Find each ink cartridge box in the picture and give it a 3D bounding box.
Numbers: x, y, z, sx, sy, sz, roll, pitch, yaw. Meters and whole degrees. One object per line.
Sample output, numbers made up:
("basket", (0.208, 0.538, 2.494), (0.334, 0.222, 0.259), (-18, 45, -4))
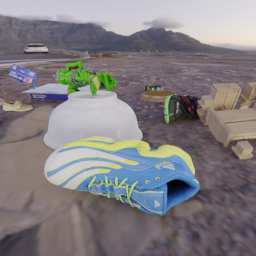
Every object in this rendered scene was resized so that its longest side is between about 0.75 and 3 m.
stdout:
("ink cartridge box", (-3.094, -1.601, 12.950), (2.522, 0.556, 2.569), (4, 20, 13))
("ink cartridge box", (-3.228, -1.592, 8.690), (0.739, 0.414, 1.083), (22, -9, -11))

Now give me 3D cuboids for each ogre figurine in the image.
("ogre figurine", (-1.226, -1.391, 8.071), (1.228, 1.005, 2.048), (9, 27, 21))

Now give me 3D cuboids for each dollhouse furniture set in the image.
("dollhouse furniture set", (3.259, 0.037, 7.830), (2.359, 1.351, 2.766), (-5, 42, -13))

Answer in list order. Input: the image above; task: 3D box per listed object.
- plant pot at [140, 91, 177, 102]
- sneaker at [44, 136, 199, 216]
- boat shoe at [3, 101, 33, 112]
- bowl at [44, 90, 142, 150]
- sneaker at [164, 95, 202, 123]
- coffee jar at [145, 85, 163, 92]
("plant pot", (1.481, -1.535, 13.228), (1.857, 0.255, 1.857), (-1, 17, 0))
("sneaker", (-0.036, 0.753, 4.528), (2.589, 0.981, 1.360), (-3, 18, -12))
("boat shoe", (-4.262, -0.858, 10.780), (1.153, 0.383, 0.427), (0, 17, 1))
("bowl", (-0.942, -0.329, 7.670), (2.719, 1.222, 2.719), (0, 18, 0))
("sneaker", (1.974, -0.705, 9.418), (0.995, 0.911, 2.375), (8, 20, 37))
("coffee jar", (1.351, -2.031, 14.602), (0.897, 0.383, 0.468), (9, 22, 25))
